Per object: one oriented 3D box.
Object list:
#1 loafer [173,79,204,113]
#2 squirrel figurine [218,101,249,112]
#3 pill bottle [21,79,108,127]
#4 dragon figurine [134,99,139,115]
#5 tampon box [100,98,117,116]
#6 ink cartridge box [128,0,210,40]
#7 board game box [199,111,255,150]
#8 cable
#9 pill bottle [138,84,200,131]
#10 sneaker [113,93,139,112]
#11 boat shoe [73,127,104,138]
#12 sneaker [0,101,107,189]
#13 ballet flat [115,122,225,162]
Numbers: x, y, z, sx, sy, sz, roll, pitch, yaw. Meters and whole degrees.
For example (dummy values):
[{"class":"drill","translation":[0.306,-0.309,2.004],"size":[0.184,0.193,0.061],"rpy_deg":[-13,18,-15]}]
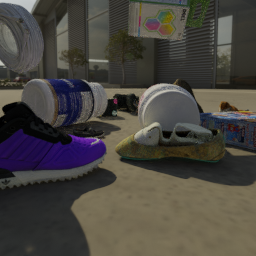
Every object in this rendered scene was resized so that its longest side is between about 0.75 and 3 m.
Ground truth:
[{"class":"loafer","translation":[2.046,-0.768,9.895],"size":[0.774,2.294,0.872],"rpy_deg":[-18,44,26]},{"class":"squirrel figurine","translation":[4.205,-0.615,11.176],"size":[1.131,0.858,1.212],"rpy_deg":[9,15,13]},{"class":"pill bottle","translation":[-2.252,-0.972,10.524],"size":[1.725,1.725,2.981],"rpy_deg":[8,12,37]},{"class":"dragon figurine","translation":[1.026,-0.963,13.337],"size":[1.202,0.711,2.417],"rpy_deg":[-3,11,-13]},{"class":"tampon box","translation":[-1.069,-0.983,13.148],"size":[1.071,0.803,0.676],"rpy_deg":[-2,10,-10]},{"class":"ink cartridge box","translation":[1.415,-3.987,9.983],"size":[2.769,0.821,1.438],"rpy_deg":[6,-29,2]},{"class":"board game box","translation":[3.322,0.015,7.821],"size":[2.270,0.700,2.269],"rpy_deg":[-3,12,-18]},{"class":"cable","translation":[-2.607,-2.057,6.403],"size":[1.532,1.532,0.531],"rpy_deg":[37,46,16]},{"class":"pill bottle","translation":[1.064,-0.436,7.821],"size":[1.575,1.575,2.779],"rpy_deg":[0,9,2]},{"class":"sneaker","translation":[-0.203,-1.403,15.267],"size":[1.448,0.966,2.527],"rpy_deg":[0,7,8]},{"class":"boat shoe","translation":[-1.139,0.137,8.221],"size":[1.003,0.339,0.360],"rpy_deg":[-5,10,-32]},{"class":"sneaker","translation":[-1.610,0.203,4.868],"size":[2.712,1.349,0.943],"rpy_deg":[-7,12,-30]},{"class":"ballet flat","translation":[0.871,0.246,6.012],"size":[2.358,0.834,0.834],"rpy_deg":[2,10,11]}]
